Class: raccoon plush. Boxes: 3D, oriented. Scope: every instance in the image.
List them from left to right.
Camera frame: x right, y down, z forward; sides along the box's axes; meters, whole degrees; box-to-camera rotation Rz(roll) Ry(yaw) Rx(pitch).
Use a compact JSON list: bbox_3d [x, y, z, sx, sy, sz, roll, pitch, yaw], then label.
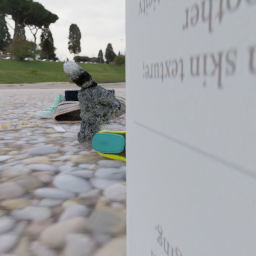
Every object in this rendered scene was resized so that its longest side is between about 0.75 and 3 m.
[{"bbox_3d":[-1.110,-0.451,6.668,1.966,1.317,0.951,39,-17,-26],"label":"raccoon plush"}]

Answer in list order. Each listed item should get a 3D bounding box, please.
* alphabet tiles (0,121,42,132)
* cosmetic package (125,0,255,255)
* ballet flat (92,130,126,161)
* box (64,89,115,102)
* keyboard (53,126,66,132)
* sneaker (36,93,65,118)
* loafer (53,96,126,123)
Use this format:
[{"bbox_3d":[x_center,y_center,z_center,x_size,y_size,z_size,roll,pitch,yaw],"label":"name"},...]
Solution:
[{"bbox_3d":[-4.049,-0.070,9.555,2.015,0.076,1.684,-5,11,-26],"label":"alphabet tiles"},{"bbox_3d":[1.288,0.203,0.584,2.167,2.605,2.180,-3,10,-17],"label":"cosmetic package"},{"bbox_3d":[0.153,0.379,5.456,0.697,0.695,2.081,11,-2,-44],"label":"ballet flat"},{"bbox_3d":[-1.547,-1.086,12.058,1.937,1.194,1.921,0,10,1],"label":"box"},{"bbox_3d":[-2.216,0.034,9.031,0.263,0.050,0.935,-4,11,-23],"label":"keyboard"},{"bbox_3d":[-3.205,-0.962,11.908,0.634,1.017,1.723,7,14,30],"label":"sneaker"},{"bbox_3d":[-1.368,-0.542,10.267,2.808,1.009,0.883,-5,26,8],"label":"loafer"}]
